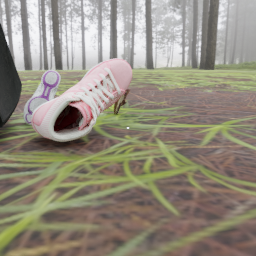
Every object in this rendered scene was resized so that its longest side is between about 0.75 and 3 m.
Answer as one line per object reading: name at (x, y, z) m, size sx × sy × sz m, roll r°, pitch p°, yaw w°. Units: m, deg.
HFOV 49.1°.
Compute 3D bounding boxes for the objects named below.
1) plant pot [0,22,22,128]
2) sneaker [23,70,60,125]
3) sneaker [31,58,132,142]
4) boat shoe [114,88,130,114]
plant pot at (-3.971, -1.167, 5.914) m, size 2.849 × 2.842 × 2.528 m, roll -16°, pitch 39°, yaw -15°
sneaker at (-2.444, -0.794, 8.137) m, size 0.657 × 1.755 × 0.874 m, roll 26°, pitch -24°, yaw -10°
sneaker at (-0.774, -0.614, 6.204) m, size 2.741 × 1.032 × 1.433 m, roll -36°, pitch 25°, yaw -17°
boat shoe at (-0.192, -0.866, 9.092) m, size 0.352 × 0.978 × 0.353 m, roll 13°, pitch 21°, yaw -19°
